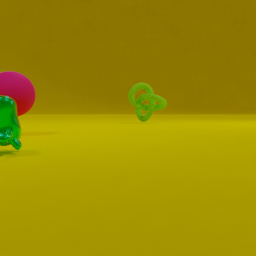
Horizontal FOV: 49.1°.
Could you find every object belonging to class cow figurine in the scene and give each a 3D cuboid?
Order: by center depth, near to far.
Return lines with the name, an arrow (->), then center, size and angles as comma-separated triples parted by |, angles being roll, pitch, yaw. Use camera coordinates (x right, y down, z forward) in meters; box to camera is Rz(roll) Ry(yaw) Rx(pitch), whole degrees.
cow figurine -> -1.579, -0.036, 2.579 | 1.067, 1.049, 0.585 | -39, 11, -15

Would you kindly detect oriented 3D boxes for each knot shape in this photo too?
knot shape -> 0.824, -1.009, 11.074 | 1.445, 1.544, 0.714 | 2, 28, 24

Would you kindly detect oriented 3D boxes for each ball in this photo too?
ball -> -1.962, -0.565, 4.722 | 0.768, 0.768, 0.768 | 0, 3, 0
